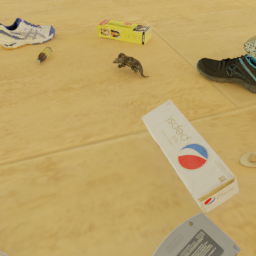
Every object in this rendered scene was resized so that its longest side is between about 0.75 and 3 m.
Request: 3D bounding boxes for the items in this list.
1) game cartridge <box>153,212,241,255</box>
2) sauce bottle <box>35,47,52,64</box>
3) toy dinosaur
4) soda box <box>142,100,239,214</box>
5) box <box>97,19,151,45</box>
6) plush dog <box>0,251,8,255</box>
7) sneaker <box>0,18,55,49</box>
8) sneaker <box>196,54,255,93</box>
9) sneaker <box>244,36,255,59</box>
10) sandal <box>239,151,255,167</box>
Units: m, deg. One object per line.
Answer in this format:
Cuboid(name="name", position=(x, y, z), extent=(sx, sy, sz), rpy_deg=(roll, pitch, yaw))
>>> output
Cuboid(name="game cartridge", position=(0.995, 2.137, 4.542), extent=(1.467, 0.305, 0.977), rpy_deg=(-38, 59, -20))
Cuboid(name="sauce bottle", position=(-3.251, -2.779, 10.764), extent=(0.327, 0.327, 1.011), rpy_deg=(9, 42, 10))
Cuboid(name="toy dinosaur", position=(0.128, -2.287, 9.883), extent=(1.560, 0.600, 0.798), rpy_deg=(20, 31, 11))
Cuboid(name="soda box", position=(1.286, 0.523, 6.219), extent=(0.864, 0.808, 2.537), rpy_deg=(-32, 48, 2))
Cuboid(name="box", position=(-0.173, -4.223, 12.250), extent=(2.255, 0.565, 0.849), rpy_deg=(16, 43, 18))
Cuboid(name="plush dog", position=(-2.564, 2.647, 3.863), extent=(1.526, 1.426, 1.777), rpy_deg=(-31, 45, 1))
Cuboid(name="sneaker", position=(-4.201, -4.089, 11.732), extent=(2.402, 1.059, 0.904), rpy_deg=(-26, 46, -28))
Cuboid(name="sneaker", position=(3.600, -2.031, 9.309), extent=(2.640, 1.081, 0.966), rpy_deg=(22, 45, 24))
Cuboid(name="sneaker", position=(4.944, -2.384, 9.815), extent=(1.297, 1.125, 2.926), rpy_deg=(-22, 42, -12))
Cuboid(name="sandal", position=(3.305, 0.610, 6.744), extent=(1.232, 0.405, 0.452), rpy_deg=(-6, 41, -7))
